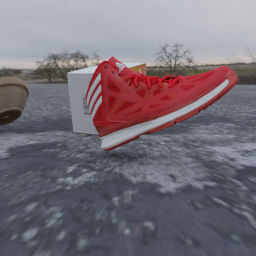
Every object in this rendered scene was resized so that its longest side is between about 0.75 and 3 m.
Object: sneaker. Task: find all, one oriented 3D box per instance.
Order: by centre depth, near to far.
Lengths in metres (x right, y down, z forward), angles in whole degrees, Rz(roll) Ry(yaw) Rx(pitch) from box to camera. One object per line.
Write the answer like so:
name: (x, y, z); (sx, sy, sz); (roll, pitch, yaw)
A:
sneaker: (0.270, -0.654, 4.275); (2.407, 1.390, 0.943); (-26, 2, 24)

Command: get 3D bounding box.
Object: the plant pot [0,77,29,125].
plant pot: (-2.865, -0.501, 6.375); (1.379, 0.637, 1.379); (-28, -13, -7)

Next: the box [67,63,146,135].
box: (-0.399, -0.865, 7.295); (1.145, 1.461, 2.349); (4, 20, 21)
